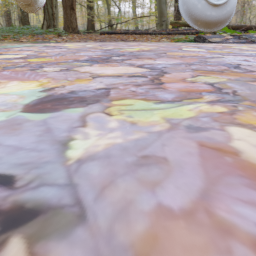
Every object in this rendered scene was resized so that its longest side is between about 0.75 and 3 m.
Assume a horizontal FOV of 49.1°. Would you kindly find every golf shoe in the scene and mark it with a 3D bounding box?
[{"bbox_3d":[-3.011,-3.833,6.748,2.285,0.861,1.046,38,-1,0],"label":"golf shoe"}]

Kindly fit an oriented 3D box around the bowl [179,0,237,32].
[{"bbox_3d":[2.359,-3.693,7.903,1.740,1.740,0.782,-1,-5,-3],"label":"bowl"}]
